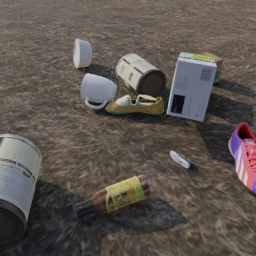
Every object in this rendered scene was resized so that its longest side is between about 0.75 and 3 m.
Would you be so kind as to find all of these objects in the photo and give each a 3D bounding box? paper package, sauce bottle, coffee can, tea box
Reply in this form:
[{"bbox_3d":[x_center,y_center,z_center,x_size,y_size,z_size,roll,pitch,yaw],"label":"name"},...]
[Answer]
[{"bbox_3d":[4.015,-2.963,13.879,0.643,1.243,1.185,-21,41,-25],"label":"paper package"},{"bbox_3d":[-0.441,1.969,7.842,2.144,0.694,0.694,-20,41,-12],"label":"sauce bottle"},{"bbox_3d":[-3.392,1.579,7.502,1.763,1.763,2.409,-2,37,-3],"label":"coffee can"},{"bbox_3d":[0.570,-2.353,12.851,1.512,1.512,2.066,-18,41,-22],"label":"coffee can"},{"bbox_3d":[2.305,-1.576,10.233,1.329,1.988,1.956,12,26,8],"label":"tea box"}]

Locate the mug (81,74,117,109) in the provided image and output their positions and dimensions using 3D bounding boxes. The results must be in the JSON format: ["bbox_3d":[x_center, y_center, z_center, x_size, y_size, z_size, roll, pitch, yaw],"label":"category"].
[{"bbox_3d":[-1.285,-1.496,12.149,1.367,1.151,1.559,14,62,4],"label":"mug"}]

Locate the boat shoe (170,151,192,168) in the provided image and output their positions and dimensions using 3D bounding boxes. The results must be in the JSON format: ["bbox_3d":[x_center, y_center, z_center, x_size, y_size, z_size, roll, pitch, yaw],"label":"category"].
[{"bbox_3d":[1.799,1.024,9.463,0.283,0.299,0.835,-30,49,-33],"label":"boat shoe"}]

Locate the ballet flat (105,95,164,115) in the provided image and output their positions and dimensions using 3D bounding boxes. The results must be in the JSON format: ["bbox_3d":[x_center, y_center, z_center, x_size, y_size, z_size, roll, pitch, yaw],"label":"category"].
[{"bbox_3d":[0.271,-1.043,11.670,2.480,0.782,0.851,2,34,5],"label":"ballet flat"}]

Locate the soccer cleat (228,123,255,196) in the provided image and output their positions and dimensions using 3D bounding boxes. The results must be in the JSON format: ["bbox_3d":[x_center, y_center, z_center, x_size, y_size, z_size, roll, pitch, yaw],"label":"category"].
[{"bbox_3d":[3.907,0.946,8.971,0.932,1.000,2.733,1,37,2],"label":"soccer cleat"}]

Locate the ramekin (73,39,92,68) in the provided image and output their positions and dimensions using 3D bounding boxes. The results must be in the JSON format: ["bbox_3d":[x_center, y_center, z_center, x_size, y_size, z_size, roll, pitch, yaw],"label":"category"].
[{"bbox_3d":[-2.438,-3.996,15.099,0.708,1.521,1.521,-4,36,-24],"label":"ramekin"}]
